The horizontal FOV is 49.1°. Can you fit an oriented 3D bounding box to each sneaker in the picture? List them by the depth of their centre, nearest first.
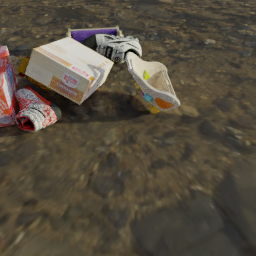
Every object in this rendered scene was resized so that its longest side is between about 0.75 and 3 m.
[{"bbox_3d":[-2.974,-0.558,8.198,1.948,0.650,1.044,27,44,27],"label":"sneaker"},{"bbox_3d":[-0.625,-3.102,11.143,2.516,0.932,1.114,-6,52,-14],"label":"sneaker"}]

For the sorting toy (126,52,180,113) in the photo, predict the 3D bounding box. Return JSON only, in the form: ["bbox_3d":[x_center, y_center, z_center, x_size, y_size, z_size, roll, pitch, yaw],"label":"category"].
[{"bbox_3d":[0.555,-1.464,8.346,0.979,1.649,1.832,-34,39,22],"label":"sorting toy"}]

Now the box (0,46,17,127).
[{"bbox_3d":[-4.230,-1.292,8.533,1.310,1.368,2.745,-11,40,-12],"label":"box"}]

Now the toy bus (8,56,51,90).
[{"bbox_3d":[-2.956,-1.815,9.155,0.723,1.320,1.399,15,34,36],"label":"toy bus"}]

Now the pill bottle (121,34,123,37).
[{"bbox_3d":[-0.645,-4.165,12.914,0.817,0.465,0.465,25,45,30],"label":"pill bottle"}]

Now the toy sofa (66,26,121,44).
[{"bbox_3d":[-1.416,-3.667,11.897,2.277,0.943,1.111,-5,38,-6],"label":"toy sofa"}]

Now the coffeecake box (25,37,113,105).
[{"bbox_3d":[-1.723,-1.907,8.852,1.833,0.872,2.388,30,28,-1],"label":"coffeecake box"}]
